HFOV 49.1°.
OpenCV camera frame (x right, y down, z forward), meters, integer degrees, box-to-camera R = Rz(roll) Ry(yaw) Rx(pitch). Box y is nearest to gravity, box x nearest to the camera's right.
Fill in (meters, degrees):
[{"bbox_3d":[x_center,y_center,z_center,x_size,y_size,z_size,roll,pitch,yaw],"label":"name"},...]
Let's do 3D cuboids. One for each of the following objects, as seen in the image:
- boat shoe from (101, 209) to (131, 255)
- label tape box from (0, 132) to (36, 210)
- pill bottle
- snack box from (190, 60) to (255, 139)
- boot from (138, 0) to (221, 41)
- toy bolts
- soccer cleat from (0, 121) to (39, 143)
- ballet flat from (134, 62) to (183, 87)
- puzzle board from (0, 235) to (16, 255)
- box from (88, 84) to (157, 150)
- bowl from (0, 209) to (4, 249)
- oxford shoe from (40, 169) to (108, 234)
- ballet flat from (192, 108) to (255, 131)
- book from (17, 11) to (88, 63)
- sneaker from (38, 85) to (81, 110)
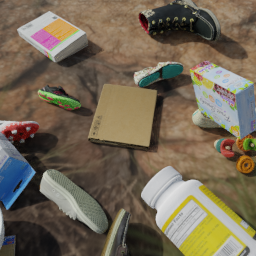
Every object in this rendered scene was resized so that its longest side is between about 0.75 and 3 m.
[{"bbox_3d":[-0.263,3.026,6.242,0.766,0.865,2.363,18,62,2],"label":"boat shoe"},{"bbox_3d":[-3.456,1.073,7.386,1.793,0.593,1.284,40,95,26],"label":"label tape box"},{"bbox_3d":[1.581,2.134,6.410,1.465,1.465,2.633,-35,62,-22],"label":"pill bottle"},{"bbox_3d":[2.042,-0.634,6.046,0.494,1.231,1.460,-30,39,-7],"label":"snack box"},{"bbox_3d":[1.962,-4.088,11.110,2.270,1.085,3.006,-21,51,-12],"label":"boot"},{"bbox_3d":[3.062,0.676,8.103,1.151,0.798,1.100,8,95,-6],"label":"toy bolts"},{"bbox_3d":[-3.797,0.053,8.363,2.208,0.757,0.940,-17,60,-7],"label":"soccer cleat"},{"bbox_3d":[1.038,-1.999,9.859,1.887,0.714,0.603,-20,52,-16],"label":"ballet flat"},{"bbox_3d":[-3.130,2.957,6.688,0.844,0.073,0.636,-8,54,-6],"label":"puzzle board"},{"bbox_3d":[-0.100,-0.433,8.994,1.875,0.244,2.294,8,54,5],"label":"box"},{"bbox_3d":[-3.675,2.602,6.373,2.024,0.910,2.024,-3,52,4],"label":"bowl"},{"bbox_3d":[-1.402,1.927,7.127,2.167,0.815,0.626,37,103,14],"label":"oxford shoe"},{"bbox_3d":[3.268,-0.384,8.600,2.496,0.867,0.867,-1,54,-1],"label":"ballet flat"},{"bbox_3d":[-3.021,-3.683,11.148,1.638,0.589,2.451,-40,63,-22],"label":"book"},{"bbox_3d":[-2.224,-1.083,9.251,1.555,0.597,0.651,21,61,13],"label":"sneaker"}]
